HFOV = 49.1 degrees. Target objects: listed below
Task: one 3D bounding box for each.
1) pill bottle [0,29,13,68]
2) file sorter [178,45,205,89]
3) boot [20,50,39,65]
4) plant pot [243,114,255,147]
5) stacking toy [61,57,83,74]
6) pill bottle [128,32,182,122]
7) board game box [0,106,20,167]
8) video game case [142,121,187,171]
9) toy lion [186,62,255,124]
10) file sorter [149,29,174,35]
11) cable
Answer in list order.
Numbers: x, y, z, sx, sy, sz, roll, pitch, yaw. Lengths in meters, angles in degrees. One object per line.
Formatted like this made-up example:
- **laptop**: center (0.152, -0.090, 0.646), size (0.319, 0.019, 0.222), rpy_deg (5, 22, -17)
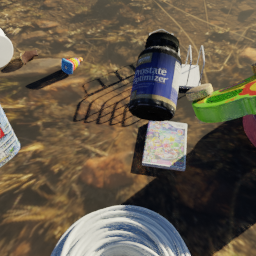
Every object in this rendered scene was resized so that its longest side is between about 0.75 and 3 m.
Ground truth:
- **pill bottle**: center (-5.725, -3.475, 10.722), size (2.790, 1.581, 1.581), rpy_deg (37, 59, 27)
- **file sorter**: center (1.730, -2.264, 10.016), size (1.798, 1.119, 1.248), rpy_deg (4, 49, 4)
- **boot**: center (-3.870, -2.809, 11.013), size (0.679, 0.295, 0.816), rpy_deg (-17, 48, -12)
- **plant pot**: center (5.060, -0.763, 7.732), size (2.950, 2.640, 2.950), rpy_deg (0, 49, 0)
- **stacking toy**: center (-2.061, -2.477, 10.673), size (0.549, 0.519, 0.946), rpy_deg (28, 44, 16)
- **pill bottle**: center (0.456, -0.801, 4.387), size (0.718, 0.718, 1.283), rpy_deg (8, 73, 7)
- **board game box**: center (-3.962, 0.428, 6.814), size (0.761, 2.467, 2.469), rpy_deg (33, 57, 25)
- **video game case**: center (1.116, 0.458, 8.317), size (1.209, 0.152, 1.689), rpy_deg (7, 50, 6)
- **toy lion**: center (2.328, -0.638, 4.895), size (2.264, 0.777, 2.170), rpy_deg (-22, 12, 6)
- **file sorter**: center (1.219, -3.158, 10.816), size (0.739, 1.065, 0.663), rpy_deg (-29, 54, -23)
- **cable**: center (-0.140, 3.059, 5.533), size (2.958, 1.024, 2.957), rpy_deg (-21, 51, -18)
